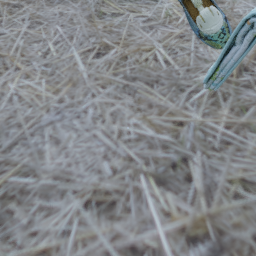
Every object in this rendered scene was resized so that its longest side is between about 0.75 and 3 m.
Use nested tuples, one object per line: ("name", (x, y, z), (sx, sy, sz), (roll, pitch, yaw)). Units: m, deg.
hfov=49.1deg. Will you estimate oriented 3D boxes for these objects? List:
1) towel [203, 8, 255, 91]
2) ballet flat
("towel", (1.963, -1.484, 4.790), (0.388, 1.613, 1.381), (38, 54, 8))
("ballet flat", (1.521, -2.581, 5.990), (0.762, 0.762, 2.053), (-35, 88, -28))
